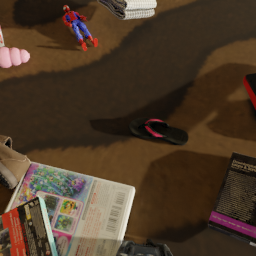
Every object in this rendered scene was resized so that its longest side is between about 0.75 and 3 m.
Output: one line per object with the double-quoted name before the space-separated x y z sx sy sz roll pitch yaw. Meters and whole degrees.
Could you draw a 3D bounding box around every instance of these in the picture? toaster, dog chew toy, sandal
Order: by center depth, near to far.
"toaster" 0.264 2.751 4.997 1.040 1.831 1.182 5 79 2
"sandal" 0.786 0.028 7.105 1.550 0.349 0.582 14 63 7
"dog chew toy" -3.349 -2.067 8.129 0.939 0.585 0.585 -8 62 -12

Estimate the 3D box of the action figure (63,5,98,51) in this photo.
"action figure" -1.600 -3.256 8.827 0.624 0.493 1.907 -28 63 -11

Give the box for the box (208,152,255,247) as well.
"box" 2.715 1.532 6.126 1.355 0.342 1.895 16 63 27

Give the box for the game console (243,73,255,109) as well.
"game console" 4.674 -0.731 7.062 2.813 0.437 2.488 -8 45 5

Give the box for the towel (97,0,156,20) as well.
"towel" -0.072 -3.813 8.500 1.253 0.647 1.513 -22 52 -34

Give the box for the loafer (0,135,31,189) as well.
"loafer" -3.117 0.533 6.597 2.263 0.826 0.803 34 52 23

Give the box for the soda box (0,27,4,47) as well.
"soda box" -4.129 -2.970 8.712 0.315 0.348 0.993 -18 64 -10

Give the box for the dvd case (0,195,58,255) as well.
"dvd case" -2.588 2.679 5.296 2.558 0.282 1.867 -26 57 -3

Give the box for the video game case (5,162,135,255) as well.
"video game case" -1.450 2.310 5.864 2.613 0.340 2.871 12 63 9
